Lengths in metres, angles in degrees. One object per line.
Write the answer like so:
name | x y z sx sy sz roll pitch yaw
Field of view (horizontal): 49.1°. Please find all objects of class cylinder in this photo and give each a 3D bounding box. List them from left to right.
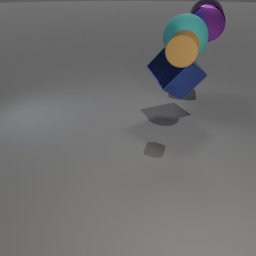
cylinder | 1.232 -1.797 6.313 0.700 0.700 0.700 7 30 14
cylinder | 3.190 -4.392 11.390 1.400 1.400 1.400 6 35 11

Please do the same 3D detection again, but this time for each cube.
cube | 1.866 -2.191 10.747 1.400 1.400 1.400 17 37 -48

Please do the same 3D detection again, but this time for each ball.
ball | 1.811 -2.874 8.865 1.400 1.400 1.400 0 28 0
